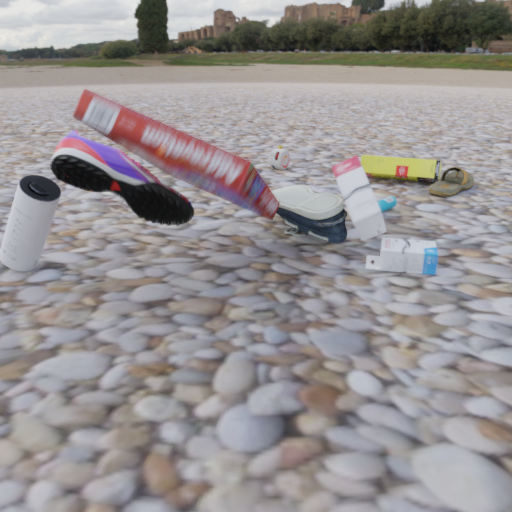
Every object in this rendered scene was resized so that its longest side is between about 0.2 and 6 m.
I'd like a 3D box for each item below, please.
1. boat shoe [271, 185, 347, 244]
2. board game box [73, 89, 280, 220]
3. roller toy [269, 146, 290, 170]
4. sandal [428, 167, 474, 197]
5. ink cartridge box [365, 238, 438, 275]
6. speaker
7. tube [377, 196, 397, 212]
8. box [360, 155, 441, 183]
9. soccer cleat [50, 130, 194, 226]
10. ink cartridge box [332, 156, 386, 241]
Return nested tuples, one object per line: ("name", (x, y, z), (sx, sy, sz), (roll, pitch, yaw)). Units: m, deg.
("boat shoe", (1.070, -0.944, 12.157), (1.083, 0.895, 2.893), (-28, 24, -20))
("board game box", (-0.956, -1.450, 9.485), (2.455, 0.464, 4.769), (26, 2, 7))
("roller toy", (0.723, -3.102, 17.902), (0.499, 0.714, 0.652), (14, 38, 32))
("sandal", (5.488, -2.153, 15.638), (0.888, 0.597, 2.210), (16, 27, 35))
("ink cartridge box", (2.728, -0.012, 10.555), (1.268, 0.423, 0.735), (4, 22, 11))
("speaker", (-4.038, -0.562, 9.963), (0.723, 1.781, 0.723), (21, 36, -16))
("tube", (2.954, -1.176, 13.692), (1.173, 0.296, 0.454), (-22, 22, -33))
("box", (4.213, -2.540, 16.346), (2.249, 0.564, 0.846), (9, 2, 18))
("soccer cleat", (-2.250, -1.386, 9.943), (2.606, 0.889, 0.954), (23, 46, -21))
("ink cartridge box", (2.014, -1.100, 10.923), (0.572, 0.982, 1.349), (-23, 64, 10))
